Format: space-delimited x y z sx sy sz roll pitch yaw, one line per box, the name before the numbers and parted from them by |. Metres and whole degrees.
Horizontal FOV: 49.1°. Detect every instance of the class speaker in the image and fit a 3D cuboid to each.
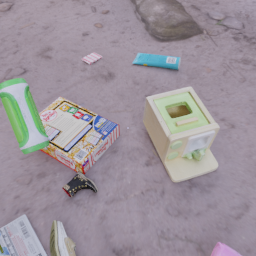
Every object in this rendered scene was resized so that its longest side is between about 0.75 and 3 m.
speaker | -2.946 -0.329 7.944 0.900 0.900 2.034 -21 95 -19

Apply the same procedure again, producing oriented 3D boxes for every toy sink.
toy sink | 1.883 0.140 9.613 1.810 1.555 2.776 -14 56 -13

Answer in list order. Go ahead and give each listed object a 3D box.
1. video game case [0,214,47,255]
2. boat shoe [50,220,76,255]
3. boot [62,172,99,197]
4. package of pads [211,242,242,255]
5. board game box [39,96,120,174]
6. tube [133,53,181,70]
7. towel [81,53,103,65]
video game case | -3.214 3.602 7.533 1.824 0.220 2.001 -28 54 -24
boat shoe | -1.726 3.322 7.576 0.607 0.663 1.775 6 38 -27
boot | -1.531 1.924 8.976 1.054 0.386 0.793 32 53 30
package of pads | 2.288 4.318 6.252 1.777 1.116 2.949 23 51 23
board game box | -2.129 0.158 10.413 2.934 0.679 2.222 26 52 22
tube | 1.426 -3.317 13.795 2.284 0.575 0.884 12 46 16
towel | -1.825 -3.540 14.260 0.665 0.136 0.908 33 53 27
